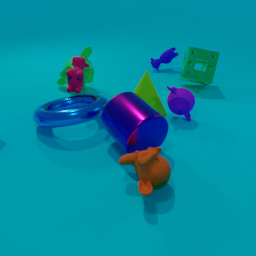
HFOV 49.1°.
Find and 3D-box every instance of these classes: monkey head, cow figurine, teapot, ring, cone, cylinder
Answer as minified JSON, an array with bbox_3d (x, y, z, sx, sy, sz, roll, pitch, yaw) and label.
[{"bbox_3d":[-1.724,-1.821,8.890,1.226,1.704,1.027,19,33,-53],"label":"monkey head"},{"bbox_3d":[-1.465,-1.533,8.098,0.556,1.013,0.997,8,22,1],"label":"cow figurine"},{"bbox_3d":[1.347,-0.679,7.311,0.742,1.193,0.584,-22,24,32],"label":"teapot"},{"bbox_3d":[-1.447,-0.477,7.215,1.967,0.393,1.967,-8,19,3],"label":"ring"},{"bbox_3d":[0.323,0.771,5.150,0.898,0.753,1.249,-10,7,21],"label":"monkey head"},{"bbox_3d":[0.474,-0.964,7.569,1.241,1.245,1.241,1,32,-1],"label":"cone"},{"bbox_3d":[1.349,-2.638,10.667,0.943,0.526,0.959,-29,-2,-38],"label":"cow figurine"},{"bbox_3d":[0.135,-0.073,6.104,1.088,1.088,1.088,-18,43,-27],"label":"cylinder"}]

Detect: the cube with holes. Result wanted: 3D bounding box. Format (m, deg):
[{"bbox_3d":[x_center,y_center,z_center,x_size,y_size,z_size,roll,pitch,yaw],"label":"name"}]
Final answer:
[{"bbox_3d":[2.277,-1.981,9.085,0.969,0.969,0.969,13,6,5],"label":"cube with holes"}]
